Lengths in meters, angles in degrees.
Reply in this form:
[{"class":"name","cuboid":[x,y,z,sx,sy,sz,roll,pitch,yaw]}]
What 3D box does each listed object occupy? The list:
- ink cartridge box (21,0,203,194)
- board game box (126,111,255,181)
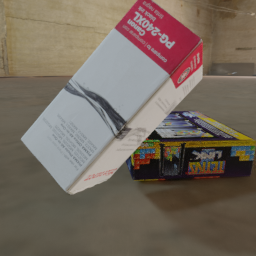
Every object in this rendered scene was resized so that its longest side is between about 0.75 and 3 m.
[{"class":"ink cartridge box","cuboid":[-0.069,-0.263,3.241,0.793,1.901,1.381,44,7,13]},{"class":"board game box","cuboid":[0.868,0.212,5.395,1.965,0.674,2.377,0,14,-8]}]
